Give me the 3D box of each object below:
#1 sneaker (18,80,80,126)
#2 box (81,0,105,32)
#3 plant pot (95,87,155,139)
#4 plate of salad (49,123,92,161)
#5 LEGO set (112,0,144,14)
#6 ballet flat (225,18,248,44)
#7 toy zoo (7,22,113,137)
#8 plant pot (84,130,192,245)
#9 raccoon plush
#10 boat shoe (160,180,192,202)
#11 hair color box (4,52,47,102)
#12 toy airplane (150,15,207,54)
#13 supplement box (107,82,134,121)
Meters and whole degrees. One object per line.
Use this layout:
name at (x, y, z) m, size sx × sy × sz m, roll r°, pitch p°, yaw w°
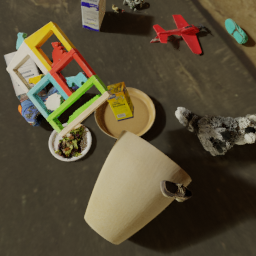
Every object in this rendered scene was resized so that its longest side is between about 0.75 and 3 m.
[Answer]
sneaker at (-2.783, -0.925, 10.905) m, size 2.733 × 1.029 × 1.072 m, roll -29°, pitch 73°, yaw -4°
box at (-1.563, -5.567, 12.871) m, size 0.815 × 1.553 × 1.428 m, roll 12°, pitch 63°, yaw 1°
plant pot at (-0.114, -0.553, 10.983) m, size 2.352 × 0.323 × 2.352 m, roll 0°, pitch 62°, yaw 0°
plate of salad at (-2.159, 0.458, 10.416) m, size 1.598 × 0.384 × 1.598 m, roll 0°, pitch 63°, yaw -1°
LEGO set at (0.042, -6.173, 13.822) m, size 1.678 × 0.475 × 1.090 m, roll -37°, pitch 69°, yaw -18°
ballet flat at (5.046, -4.474, 12.996) m, size 0.525 × 0.502 × 1.492 m, roll -7°, pitch 60°, yaw -31°
toy zoo at (-2.083, -1.477, 7.811) m, size 1.956 × 0.305 × 2.982 m, roll -38°, pitch 90°, yaw 18°
plant pot at (0.033, 1.972, 8.647) m, size 2.650 × 2.650 × 2.829 m, roll 35°, pitch 82°, yaw 17°
raccoon plush at (3.425, -0.311, 10.368) m, size 1.911 × 1.380 × 2.852 m, roll -30°, pitch 66°, yaw -23°
boat shoe at (1.293, 1.611, 7.396) m, size 0.449 × 1.225 × 0.456 m, roll -26°, pitch 54°, yaw 30°
hair color box at (-4.238, -2.182, 11.618) m, size 1.123 × 0.680 × 2.245 m, roll -21°, pitch 64°, yaw -11°
toy airplane at (2.307, -4.427, 12.898) m, size 2.722 × 0.501 × 2.722 m, roll 0°, pitch 61°, yaw 0°
supplement box at (-0.242, -0.858, 9.262) m, size 0.604 × 1.102 × 0.600 m, roll -13°, pitch 39°, yaw 14°
